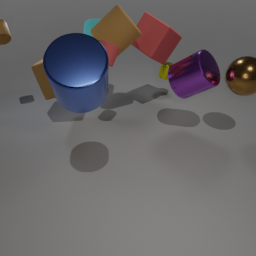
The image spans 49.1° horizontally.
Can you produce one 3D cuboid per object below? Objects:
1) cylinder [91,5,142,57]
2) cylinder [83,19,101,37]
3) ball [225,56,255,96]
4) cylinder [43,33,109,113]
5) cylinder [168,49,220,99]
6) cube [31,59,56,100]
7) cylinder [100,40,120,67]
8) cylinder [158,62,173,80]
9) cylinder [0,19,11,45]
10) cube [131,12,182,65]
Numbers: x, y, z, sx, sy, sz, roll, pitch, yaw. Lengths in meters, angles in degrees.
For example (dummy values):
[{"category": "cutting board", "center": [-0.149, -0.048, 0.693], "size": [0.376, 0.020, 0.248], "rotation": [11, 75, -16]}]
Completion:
[{"category": "cylinder", "center": [-0.444, -3.621, 10.585], "size": [1.400, 1.400, 1.400], "rotation": [-38, 28, 16]}, {"category": "cylinder", "center": [-1.290, -3.845, 12.336], "size": [1.400, 1.400, 1.400], "rotation": [6, -3, 0]}, {"category": "ball", "center": [4.196, -1.844, 9.995], "size": [1.400, 1.400, 1.400], "rotation": [0, 31, 0]}, {"category": "cylinder", "center": [-1.158, -1.242, 6.615], "size": [1.400, 1.400, 1.400], "rotation": [1, 72, -4]}, {"category": "cylinder", "center": [2.428, -1.954, 10.323], "size": [1.400, 1.400, 1.400], "rotation": [-21, 12, 43]}, {"category": "cube", "center": [-2.704, -2.132, 11.143], "size": [1.400, 1.400, 1.400], "rotation": [-14, 24, 11]}, {"category": "cylinder", "center": [-0.732, -2.561, 9.646], "size": [0.700, 0.700, 0.700], "rotation": [22, 10, -4]}, {"category": "cylinder", "center": [1.889, -2.798, 13.696], "size": [0.700, 0.700, 0.700], "rotation": [13, 32, -8]}, {"category": "cylinder", "center": [-4.915, -3.669, 10.708], "size": [0.700, 0.700, 0.700], "rotation": [-17, 76, -26]}, {"category": "cube", "center": [1.141, -3.753, 11.838], "size": [1.400, 1.400, 1.400], "rotation": [42, 20, 25]}]
